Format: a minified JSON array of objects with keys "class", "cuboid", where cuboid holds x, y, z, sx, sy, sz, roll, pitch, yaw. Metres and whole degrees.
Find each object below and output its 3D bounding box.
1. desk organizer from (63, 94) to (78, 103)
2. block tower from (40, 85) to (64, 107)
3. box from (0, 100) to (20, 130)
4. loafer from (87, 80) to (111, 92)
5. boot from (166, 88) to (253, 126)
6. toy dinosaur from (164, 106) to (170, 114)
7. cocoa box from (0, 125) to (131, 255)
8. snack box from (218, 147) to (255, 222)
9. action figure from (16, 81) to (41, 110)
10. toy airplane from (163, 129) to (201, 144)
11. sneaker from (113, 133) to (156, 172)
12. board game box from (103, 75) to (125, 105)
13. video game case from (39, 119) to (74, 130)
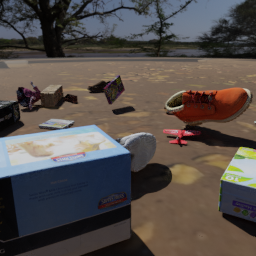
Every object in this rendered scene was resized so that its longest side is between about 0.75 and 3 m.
[{"class":"desk organizer","cuboid":[-2.933,-1.515,14.262,0.854,0.329,0.306,16,24,41]},{"class":"block tower","cuboid":[-3.847,-1.702,14.272,0.666,0.713,2.467,-1,17,-3]},{"class":"box","cuboid":[-5.207,-0.508,10.374,1.805,0.777,1.478,3,18,8]},{"class":"loafer","cuboid":[-1.652,-2.605,17.114,1.860,0.660,0.679,-13,22,-35]},{"class":"boot","cuboid":[2.543,-0.799,9.170,1.468,1.027,2.738,26,-28,-36]},{"class":"toy dinosaur","cuboid":[2.878,-1.085,12.184,2.676,0.808,1.421,-8,18,-23]},{"class":"cocoa box","cuboid":[-1.314,1.000,4.385,2.376,1.559,1.585,-9,20,-26]},{"class":"snack box","cuboid":[3.279,1.197,5.141,2.751,0.729,1.957,10,20,29]},{"class":"action figure","cuboid":[-4.476,-1.567,13.260,1.194,1.074,1.604,19,18,21]},{"class":"toy airplane","cuboid":[1.690,0.253,8.915,1.234,0.227,1.234,-3,17,1]},{"class":"sneaker","cuboid":[-0.504,0.547,6.788,1.422,0.943,2.498,20,29,41]},{"class":"board game box","cuboid":[-0.627,-1.777,12.965,0.220,0.818,1.362,-4,32,35]},{"class":"video game case","cuboid":[-2.620,-0.136,10.334,0.981,0.108,0.893,6,19,16]}]
